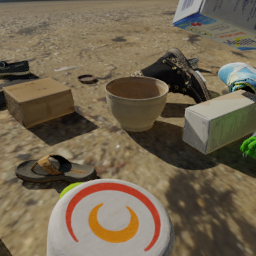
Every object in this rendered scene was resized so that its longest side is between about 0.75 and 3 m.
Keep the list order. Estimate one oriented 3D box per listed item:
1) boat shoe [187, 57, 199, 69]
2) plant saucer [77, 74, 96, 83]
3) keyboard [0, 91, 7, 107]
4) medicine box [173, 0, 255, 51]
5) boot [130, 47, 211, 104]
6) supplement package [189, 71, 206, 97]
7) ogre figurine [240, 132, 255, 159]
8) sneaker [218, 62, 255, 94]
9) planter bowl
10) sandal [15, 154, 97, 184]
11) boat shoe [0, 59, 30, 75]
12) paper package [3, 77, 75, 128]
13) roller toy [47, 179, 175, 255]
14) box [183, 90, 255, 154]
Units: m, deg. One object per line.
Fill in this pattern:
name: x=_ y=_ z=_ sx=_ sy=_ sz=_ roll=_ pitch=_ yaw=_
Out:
boat shoe: x=2.539 y=-3.060 z=13.204 sx=1.588 sy=0.509 sz=0.585 roll=0 pitch=30 yaw=0
plant saucer: x=-1.763 y=-2.095 z=11.904 sx=0.789 sy=0.127 sz=0.789 roll=-1 pitch=29 yaw=0
keyboard: x=-5.085 y=-0.869 z=9.632 sx=2.124 sy=0.272 sz=1.275 roll=-20 pitch=41 yaw=-32
medicine box: x=2.915 y=-3.202 z=7.728 sx=2.616 sy=1.347 sz=2.383 roll=16 pitch=11 yaw=-11
boot: x=1.429 y=-1.336 z=9.558 sx=1.994 sy=0.969 sz=2.648 roll=-27 pitch=71 yaw=-2
supplement package: x=2.508 y=-1.699 z=10.692 sx=0.605 sy=0.629 sz=1.105 roll=-2 pitch=31 yaw=-2
ogre figurine: x=4.143 y=0.490 z=6.117 sx=2.882 sy=1.414 sz=1.728 roll=5 pitch=40 yaw=32
sneaker: x=3.991 y=-1.665 z=10.240 sx=1.705 sy=1.038 sz=2.611 roll=-16 pitch=32 yaw=-28
planter bowl: x=0.251 y=-0.657 z=8.267 sx=1.814 sy=1.221 sz=1.814 roll=0 pitch=30 yaw=0
sandal: x=-1.610 y=0.885 z=6.278 sx=1.827 sy=0.499 sz=0.746 roll=5 pitch=30 yaw=9
boat shoe: x=-5.435 y=-2.696 z=12.443 sx=2.032 sy=0.628 sz=0.761 roll=-2 pitch=30 yaw=-4
paper package: x=-2.877 y=-0.895 z=9.033 sx=1.694 sy=0.877 sz=1.615 roll=-23 pitch=37 yaw=-33
roller toy: x=-0.280 y=1.725 z=3.981 sx=1.693 sy=1.297 sz=1.856 roll=10 pitch=31 yaw=-4
box: x=2.644 y=-0.229 z=7.688 sx=2.260 sy=1.073 sz=0.879 roll=-17 pitch=33 yaw=-30
